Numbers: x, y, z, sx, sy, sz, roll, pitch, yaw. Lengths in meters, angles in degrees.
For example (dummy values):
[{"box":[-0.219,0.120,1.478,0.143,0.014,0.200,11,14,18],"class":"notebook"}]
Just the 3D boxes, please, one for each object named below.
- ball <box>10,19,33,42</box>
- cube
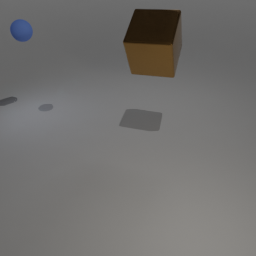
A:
[{"box":[-3.498,-3.197,9.198,0.700,0.700,0.700,0,31,0],"class":"ball"},{"box":[0.802,-2.532,8.415,1.400,1.400,1.400,8,63,16],"class":"cube"}]
